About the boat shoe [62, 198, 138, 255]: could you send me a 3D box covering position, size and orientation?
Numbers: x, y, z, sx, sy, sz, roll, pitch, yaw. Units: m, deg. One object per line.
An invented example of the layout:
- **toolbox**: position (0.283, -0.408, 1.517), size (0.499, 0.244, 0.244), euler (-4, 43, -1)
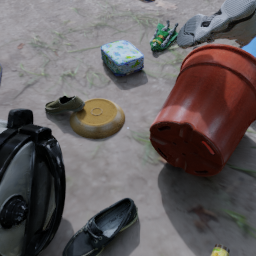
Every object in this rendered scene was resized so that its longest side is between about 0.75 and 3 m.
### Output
- **boat shoe**: position (-0.549, 2.057, 5.734), size (1.854, 0.615, 0.693), euler (-26, 51, -23)

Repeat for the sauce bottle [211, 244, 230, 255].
- **sauce bottle**: position (1.668, 2.702, 5.330), size (0.314, 0.314, 0.972), euler (21, 49, 19)

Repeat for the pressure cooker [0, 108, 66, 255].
- **pressure cooker**: position (-2.569, 1.119, 5.284), size (2.941, 2.586, 2.627), euler (9, 50, 13)

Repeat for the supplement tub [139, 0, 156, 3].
- **supplement tub**: position (0.847, -3.912, 6.790), size (1.647, 1.191, 1.191), euler (-5, 31, 50)

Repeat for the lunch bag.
- **lunch bag**: position (-0.188, -2.559, 10.150), size (1.244, 0.638, 1.547), euler (-24, 51, -20)

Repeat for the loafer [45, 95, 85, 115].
- **loafer**: position (-1.938, -0.756, 8.343), size (1.392, 0.485, 0.523), euler (-5, 42, 24)

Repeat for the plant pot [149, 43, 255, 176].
- **plant pot**: position (1.908, -0.309, 6.937), size (2.521, 2.521, 2.452), euler (25, 59, 22)

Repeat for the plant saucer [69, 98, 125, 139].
- **plant saucer**: position (-0.917, -0.390, 8.309), size (1.670, 0.296, 1.670), euler (0, 47, 0)

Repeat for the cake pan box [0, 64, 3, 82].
- **cake pan box**: position (-5.286, -1.438, 9.148), size (1.980, 0.562, 2.150), euler (-10, 47, -6)

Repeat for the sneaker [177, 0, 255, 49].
- **sneaker**: position (1.961, -2.018, 5.880), size (1.024, 1.783, 0.670), euler (17, 65, -40)

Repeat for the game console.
- **game console**: position (3.174, -2.406, 9.371), size (2.353, 1.557, 2.676), euler (17, 48, 15)

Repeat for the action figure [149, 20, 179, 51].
- **action figure**: position (1.418, -3.712, 11.375), size (1.179, 0.546, 1.996), euler (22, 54, 16)
